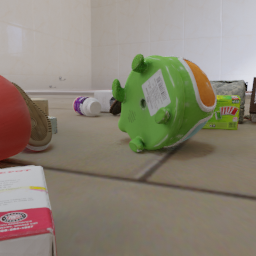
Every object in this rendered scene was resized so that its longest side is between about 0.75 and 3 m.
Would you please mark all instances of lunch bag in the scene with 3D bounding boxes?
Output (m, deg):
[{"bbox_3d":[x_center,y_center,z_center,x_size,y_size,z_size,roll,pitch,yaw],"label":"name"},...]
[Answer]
[{"bbox_3d":[3.316,-0.982,10.058,1.787,1.499,1.245,3,10,19],"label":"lunch bag"}]

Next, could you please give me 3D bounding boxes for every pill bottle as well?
[{"bbox_3d":[-1.700,-0.906,11.770,0.792,0.792,1.409,-7,12,-35],"label":"pill bottle"}]

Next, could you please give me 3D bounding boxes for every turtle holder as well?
[{"bbox_3d":[0.794,-0.359,6.197,1.820,2.563,1.947,-7,43,-31],"label":"turtle holder"}]

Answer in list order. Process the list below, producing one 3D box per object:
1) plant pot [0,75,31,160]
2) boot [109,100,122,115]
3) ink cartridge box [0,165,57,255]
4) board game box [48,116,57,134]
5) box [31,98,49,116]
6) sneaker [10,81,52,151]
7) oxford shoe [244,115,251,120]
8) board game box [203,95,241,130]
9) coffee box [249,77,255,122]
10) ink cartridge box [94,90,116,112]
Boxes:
[{"bbox_3d":[-2.725,-0.004,4.539,1.675,1.675,1.482,4,21,23],"label":"plant pot"},{"bbox_3d":[0.270,-0.927,11.318,2.330,1.130,0.871,-37,-21,27],"label":"boot"},{"bbox_3d":[-1.145,0.796,2.214,1.033,0.599,1.400,-3,8,-19],"label":"ink cartridge box"},{"bbox_3d":[-2.420,-0.094,7.959,0.458,0.450,0.873,-8,13,-40],"label":"board game box"},{"bbox_3d":[-3.542,-0.451,8.776,1.924,0.914,0.748,-10,15,-41],"label":"box"},{"bbox_3d":[-2.621,0.048,6.641,0.870,1.374,2.443,-6,41,-43],"label":"sneaker"},{"bbox_3d":[4.811,-0.458,10.235,1.109,0.415,0.391,2,10,11],"label":"oxford shoe"},{"bbox_3d":[2.379,-0.493,8.598,1.894,0.962,0.451,2,20,11],"label":"board game box"},{"bbox_3d":[5.388,-0.895,9.276,2.381,1.362,0.949,5,-18,30],"label":"coffee box"},{"bbox_3d":[-0.161,-1.271,13.207,2.408,1.031,1.777,3,9,23],"label":"ink cartridge box"}]
